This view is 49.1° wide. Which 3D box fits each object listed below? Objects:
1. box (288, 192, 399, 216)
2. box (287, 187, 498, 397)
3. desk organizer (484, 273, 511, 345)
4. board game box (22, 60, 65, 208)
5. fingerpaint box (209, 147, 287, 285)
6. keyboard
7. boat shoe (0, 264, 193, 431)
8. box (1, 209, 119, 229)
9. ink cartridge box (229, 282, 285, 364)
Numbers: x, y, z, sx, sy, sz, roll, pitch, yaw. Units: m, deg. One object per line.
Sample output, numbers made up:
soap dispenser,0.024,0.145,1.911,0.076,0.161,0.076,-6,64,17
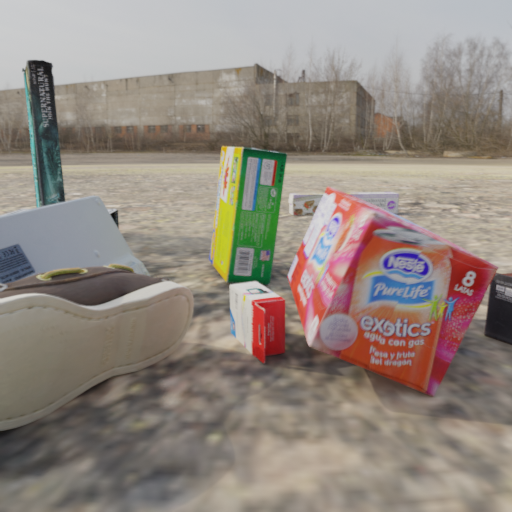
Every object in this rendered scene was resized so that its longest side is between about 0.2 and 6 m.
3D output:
box,2.350,-1.411,15.109,2.921,0.565,0.605,-1,12,-6
box,1.079,0.160,5.261,1.116,1.165,2.337,22,10,-5
desk organizer,3.093,0.628,5.014,0.723,0.674,1.879,-4,12,-30
board game box,-4.230,-2.031,11.198,0.473,3.356,2.270,-7,13,-23
fingerpaint box,-0.159,-0.638,8.149,0.669,1.823,1.521,5,9,-15
keyboard,-2.239,0.261,5.290,0.262,1.384,4.916,-34,4,14
boat shoe,-1.574,0.559,4.321,0.800,0.966,2.690,21,16,27
box,-3.070,-0.079,7.918,1.668,0.860,2.861,0,11,-1
ink cartridge box,0.033,0.614,5.352,0.311,0.537,0.924,-5,13,-21
